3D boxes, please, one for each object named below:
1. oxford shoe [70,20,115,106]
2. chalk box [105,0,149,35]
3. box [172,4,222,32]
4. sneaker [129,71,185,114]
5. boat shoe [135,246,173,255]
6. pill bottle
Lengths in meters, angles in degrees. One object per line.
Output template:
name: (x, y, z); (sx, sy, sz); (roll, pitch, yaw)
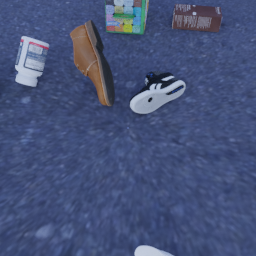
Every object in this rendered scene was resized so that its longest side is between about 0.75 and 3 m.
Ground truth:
oxford shoe: (-1.013, -1.720, 7.946); (0.908, 0.909, 2.549); (-20, 77, 10)
chalk box: (-0.032, -4.460, 10.390); (1.479, 1.468, 2.369); (7, 49, 5)
box: (2.616, -4.211, 10.707); (1.779, 0.667, 0.891); (7, 47, 4)
sneaker: (0.601, -1.061, 7.854); (1.863, 0.681, 1.042); (-22, 47, -30)
boat shoe: (0.603, 2.263, 4.768); (1.020, 0.350, 0.367); (14, 76, 2)
pill bottle: (-2.813, -1.905, 8.102); (0.771, 1.290, 0.771); (17, 9, -3)
